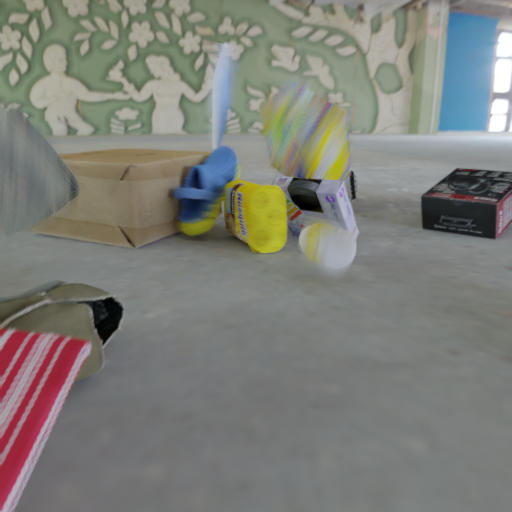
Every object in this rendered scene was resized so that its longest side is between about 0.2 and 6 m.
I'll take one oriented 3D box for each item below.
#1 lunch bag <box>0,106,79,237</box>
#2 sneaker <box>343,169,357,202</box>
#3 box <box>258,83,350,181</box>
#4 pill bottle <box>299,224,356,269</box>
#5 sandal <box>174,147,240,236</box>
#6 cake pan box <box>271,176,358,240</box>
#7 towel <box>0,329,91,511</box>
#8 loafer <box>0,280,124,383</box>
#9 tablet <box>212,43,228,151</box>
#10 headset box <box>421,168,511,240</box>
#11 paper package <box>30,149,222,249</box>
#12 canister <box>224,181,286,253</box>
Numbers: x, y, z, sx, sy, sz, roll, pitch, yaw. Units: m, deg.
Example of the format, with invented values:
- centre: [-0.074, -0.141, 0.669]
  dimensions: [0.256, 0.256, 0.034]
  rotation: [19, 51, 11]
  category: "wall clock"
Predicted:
- centre: [-3.447, -1.256, 8.035]
  dimensions: [1.138, 1.587, 1.935]
  rotation: [-38, 13, -2]
  category: "lunch bag"
- centre: [1.877, -1.693, 14.117]
  dimensions: [0.950, 0.881, 2.344]
  rotation: [-1, 12, 31]
  category: "sneaker"
- centre: [0.922, -2.139, 10.429]
  dimensions: [0.905, 1.484, 1.429]
  rotation: [-35, 52, -15]
  category: "box"
- centre: [0.975, -0.168, 7.987]
  dimensions: [0.556, 0.556, 0.989]
  rotation: [-4, 11, -15]
  category: "pill bottle"
- centre: [-0.926, -1.385, 10.523]
  dimensions: [0.809, 0.887, 2.036]
  rotation: [-1, 50, 27]
  category: "sandal"
- centre: [1.042, -0.832, 9.949]
  dimensions: [1.308, 1.421, 0.372]
  rotation: [9, 56, 29]
  category: "cake pan box"
- centre: [-2.515, 1.137, 3.261]
  dimensions: [2.623, 0.295, 1.897]
  rotation: [2, 41, 9]
  category: "towel"
- centre: [-1.815, 0.720, 4.903]
  dimensions: [0.867, 0.936, 2.488]
  rotation: [-3, 15, 5]
  category: "loafer"
- centre: [-0.717, -3.029, 10.999]
  dimensions: [0.129, 1.884, 1.226]
  rotation: [9, 56, 3]
  category: "tablet"
- centre: [4.344, -1.065, 11.216]
  dimensions: [1.507, 0.782, 2.025]
  rotation: [12, 33, 38]
  category: "headset box"
- centre: [-2.580, -1.297, 11.243]
  dimensions: [2.772, 1.504, 2.908]
  rotation: [7, 18, 25]
  category: "paper package"
- centre: [-0.065, -0.748, 9.981]
  dimensions: [0.659, 1.131, 1.522]
  rotation: [-7, 15, -20]
  category: "canister"
